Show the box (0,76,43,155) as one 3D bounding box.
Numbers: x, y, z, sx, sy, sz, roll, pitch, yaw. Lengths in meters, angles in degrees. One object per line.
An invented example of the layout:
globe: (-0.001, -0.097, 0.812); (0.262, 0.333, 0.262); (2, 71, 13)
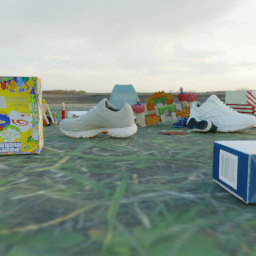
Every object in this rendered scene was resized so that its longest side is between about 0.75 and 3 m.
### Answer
box: (-2.905, -0.300, 6.373); (1.774, 1.709, 1.082); (-1, 6, -13)

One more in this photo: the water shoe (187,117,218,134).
water shoe: (2.624, -0.019, 10.029); (0.579, 0.525, 1.468); (24, 1, -16)

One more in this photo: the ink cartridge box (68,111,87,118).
ink cartridge box: (-2.758, -0.731, 16.703); (1.250, 0.369, 1.561); (-3, 13, -31)

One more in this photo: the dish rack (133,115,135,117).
dish rack: (0.194, -0.662, 16.544); (0.699, 0.177, 0.815); (4, 7, 38)

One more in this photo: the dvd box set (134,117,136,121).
dvd box set: (0.100, -0.458, 14.858); (0.721, 0.145, 0.985); (-1, 7, -11)

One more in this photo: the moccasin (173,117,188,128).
moccasin: (2.293, -0.246, 11.686); (0.502, 0.425, 1.247); (6, 9, 42)

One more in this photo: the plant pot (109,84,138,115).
plant pot: (-0.281, -1.744, 17.629); (1.902, 1.937, 1.897); (-1, 2, -2)

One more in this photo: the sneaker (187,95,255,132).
sneaker: (3.341, -0.554, 10.335); (2.683, 1.333, 1.045); (6, 9, 44)

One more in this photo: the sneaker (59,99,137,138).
sneaker: (-0.969, -0.359, 8.676); (2.472, 1.137, 0.936); (-1, 22, 11)

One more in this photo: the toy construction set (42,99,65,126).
toy construction set: (-3.895, -0.976, 12.548); (2.204, 1.693, 1.838); (-4, 8, -38)

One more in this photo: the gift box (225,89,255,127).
gift box: (5.367, -1.015, 12.176); (1.788, 1.938, 1.809); (-8, 10, -21)

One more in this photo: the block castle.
block castle: (1.546, -1.001, 12.384); (2.732, 1.282, 1.825); (-13, 8, -1)

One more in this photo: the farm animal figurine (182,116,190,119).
farm animal figurine: (3.162, -0.468, 12.591); (1.312, 0.660, 1.059); (-1, 6, -6)

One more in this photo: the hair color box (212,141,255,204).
hair color box: (2.336, 0.534, 3.794); (2.070, 0.626, 1.035); (-1, 6, -6)

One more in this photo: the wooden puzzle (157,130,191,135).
wooden puzzle: (1.573, 0.157, 9.648); (1.197, 0.084, 0.710); (0, 6, -2)
